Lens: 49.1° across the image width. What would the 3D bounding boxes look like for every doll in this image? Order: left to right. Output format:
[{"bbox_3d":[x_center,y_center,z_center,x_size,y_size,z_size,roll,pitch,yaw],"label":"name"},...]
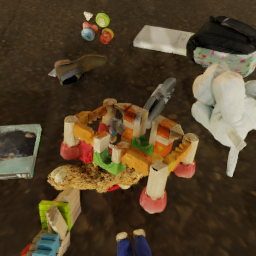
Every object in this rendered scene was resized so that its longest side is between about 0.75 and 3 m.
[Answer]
[{"bbox_3d":[0.288,2.959,5.489,1.272,0.452,1.865,-7,44,-7],"label":"doll"}]

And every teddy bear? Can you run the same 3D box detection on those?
[{"bbox_3d":[-0.667,1.070,6.144,2.139,0.714,1.551,-2,-7,-39],"label":"teddy bear"}]

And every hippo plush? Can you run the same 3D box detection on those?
[{"bbox_3d":[3.428,-0.680,7.928,2.361,2.339,2.936,-11,44,-10],"label":"hippo plush"}]

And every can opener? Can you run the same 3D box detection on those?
[{"bbox_3d":[0.940,-0.911,9.382,0.598,0.755,2.271,21,52,19],"label":"can opener"}]

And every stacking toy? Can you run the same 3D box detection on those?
[{"bbox_3d":[-1.462,-4.472,12.684,1.463,1.324,0.618,12,57,10],"label":"stacking toy"}]

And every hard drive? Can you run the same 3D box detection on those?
[{"bbox_3d":[1.797,-4.031,12.848,2.667,0.356,1.759,15,46,15],"label":"hard drive"}]

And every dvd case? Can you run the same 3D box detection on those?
[{"bbox_3d":[-3.942,0.680,7.986,2.641,0.291,1.928,-4,44,-3],"label":"dvd case"}]

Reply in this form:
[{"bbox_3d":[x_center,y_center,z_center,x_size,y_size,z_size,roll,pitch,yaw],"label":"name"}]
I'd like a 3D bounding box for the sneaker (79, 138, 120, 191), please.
[{"bbox_3d":[-0.772,0.909,7.310,2.030,0.795,1.172,10,36,12],"label":"sneaker"}]

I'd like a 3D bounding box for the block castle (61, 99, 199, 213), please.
[{"bbox_3d":[0.010,0.509,6.127,2.684,1.259,1.793,25,37,28],"label":"block castle"}]

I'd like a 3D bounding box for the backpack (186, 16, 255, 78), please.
[{"bbox_3d":[3.823,-3.078,10.896,2.559,1.620,2.136,28,69,31],"label":"backpack"}]

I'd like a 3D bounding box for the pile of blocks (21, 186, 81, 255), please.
[{"bbox_3d":[-1.754,2.305,5.688,0.858,1.134,2.762,2,42,10],"label":"pile of blocks"}]

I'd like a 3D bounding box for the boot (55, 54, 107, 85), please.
[{"bbox_3d":[-1.736,-2.195,10.794,2.065,0.771,1.001,-12,59,-4],"label":"boot"}]

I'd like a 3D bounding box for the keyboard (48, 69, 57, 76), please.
[{"bbox_3d":[-2.784,-2.447,11.425,0.335,0.063,1.189,12,45,19],"label":"keyboard"}]
